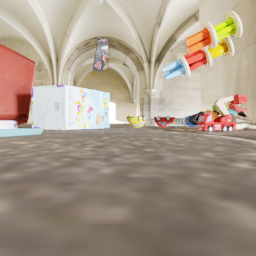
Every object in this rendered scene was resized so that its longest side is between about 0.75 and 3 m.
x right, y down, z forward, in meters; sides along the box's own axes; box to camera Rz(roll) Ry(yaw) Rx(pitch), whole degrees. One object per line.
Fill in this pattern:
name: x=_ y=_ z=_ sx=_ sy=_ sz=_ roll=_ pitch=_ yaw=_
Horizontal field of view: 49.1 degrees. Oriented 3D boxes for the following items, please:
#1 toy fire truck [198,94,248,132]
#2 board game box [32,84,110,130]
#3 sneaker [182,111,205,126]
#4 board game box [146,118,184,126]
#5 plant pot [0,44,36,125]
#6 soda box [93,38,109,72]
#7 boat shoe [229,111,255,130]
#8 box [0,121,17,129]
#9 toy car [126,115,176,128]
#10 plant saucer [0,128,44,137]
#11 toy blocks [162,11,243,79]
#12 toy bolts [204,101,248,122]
toy fire truck: x=2.452 y=-0.396 z=7.263 sx=1.385 sy=0.977 sz=0.338 roll=0 pitch=0 yaw=-21
board game box: x=-1.785 y=-0.615 z=9.287 sx=1.301 sy=1.324 sz=2.525 roll=1 pitch=1 yaw=26
sneaker: x=3.993 y=-0.485 z=14.837 sx=2.008 sy=0.771 sz=1.117 roll=-5 pitch=-2 yaw=-29
board game box: x=2.667 y=-0.371 z=16.869 sx=2.817 sy=0.482 sz=1.894 roll=0 pitch=1 yaw=-13
plant pot: x=-4.758 y=-1.415 z=9.988 sx=2.593 sy=2.940 sz=2.943 roll=8 pitch=-8 yaw=-18
soda box: x=-1.277 y=-3.398 z=13.044 sx=0.508 sy=1.437 sz=0.455 roll=10 pitch=32 yaw=-11
boat shoe: x=3.582 y=-0.236 z=8.647 sx=1.594 sy=0.590 sz=0.589 roll=-1 pitch=2 yaw=-39
box: x=-4.256 y=-0.087 z=8.871 sx=0.304 sy=0.284 sz=1.468 roll=1 pitch=2 yaw=38
toy car: x=0.682 y=-0.269 z=12.368 sx=2.265 sy=0.505 sz=2.131 roll=0 pitch=1 yaw=-25
plant saucer: x=-2.200 y=0.080 z=5.087 sx=0.523 sy=0.142 sz=1.497 roll=0 pitch=1 yaw=21
toy blocks: x=2.162 y=-2.401 z=8.714 sx=2.327 sy=0.845 sz=1.939 roll=-25 pitch=-19 yaw=0
toy bolts: x=3.569 y=-0.250 z=10.107 sx=1.487 sy=1.080 sz=1.557 roll=40 pitch=-12 yaw=-1
